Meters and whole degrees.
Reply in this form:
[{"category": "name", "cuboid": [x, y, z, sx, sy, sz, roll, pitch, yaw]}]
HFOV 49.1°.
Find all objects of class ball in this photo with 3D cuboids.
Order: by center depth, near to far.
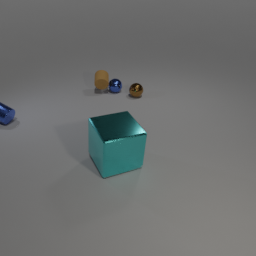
[{"category": "ball", "cuboid": [0.400, -1.841, 13.630, 0.700, 0.700, 0.700, 0, 31, 0]}, {"category": "ball", "cuboid": [-0.641, -2.140, 14.111, 0.700, 0.700, 0.700, 0, 31, 0]}]

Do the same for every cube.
[{"category": "cube", "cuboid": [-0.383, 0.480, 8.909, 1.400, 1.400, 1.400, -12, 38, -23]}]

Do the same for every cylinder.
[{"category": "cylinder", "cuboid": [-5.086, -0.603, 11.366, 0.700, 0.700, 0.700, 28, 36, 4]}, {"category": "cylinder", "cuboid": [-1.299, -2.381, 13.819, 0.700, 0.700, 0.700, -2, 49, -3]}]
